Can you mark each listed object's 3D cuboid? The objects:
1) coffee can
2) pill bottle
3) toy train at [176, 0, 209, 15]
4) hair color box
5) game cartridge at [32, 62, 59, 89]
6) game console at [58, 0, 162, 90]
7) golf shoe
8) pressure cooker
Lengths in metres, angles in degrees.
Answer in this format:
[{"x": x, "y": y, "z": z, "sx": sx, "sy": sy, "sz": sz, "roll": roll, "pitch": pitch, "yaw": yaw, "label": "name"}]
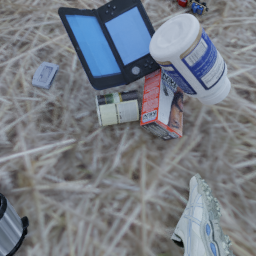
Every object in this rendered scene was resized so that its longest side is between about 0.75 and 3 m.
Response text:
[{"x": -0.288, "y": -0.605, "z": 8.460, "sx": 1.293, "sy": 0.946, "sz": 0.946, "roll": -10, "pitch": 63, "yaw": -5, "label": "coffee can"}, {"x": 1.761, "y": -1.664, "z": 7.411, "sx": 1.347, "sy": 2.428, "sz": 1.347, "roll": -26, "pitch": 46, "yaw": 30, "label": "pill bottle"}, {"x": 2.201, "y": -5.062, "z": 11.061, "sx": 2.140, "sy": 0.365, "sz": 0.490, "roll": 35, "pitch": 72, "yaw": 17, "label": "toy train"}, {"x": 1.070, "y": -0.856, "z": 8.394, "sx": 0.694, "sy": 1.203, "sz": 2.170, "roll": -17, "pitch": 55, "yaw": 40, "label": "hair color box"}, {"x": -2.820, "y": -1.790, "z": 9.502, "sx": 0.662, "sy": 0.203, "sz": 0.995, "roll": 16, "pitch": 64, "yaw": 4, "label": "game cartridge"}, {"x": -0.324, "y": -2.471, "z": 7.637, "sx": 2.080, "sy": 1.442, "sz": 2.437, "roll": -25, "pitch": 89, "yaw": 10, "label": "game console"}, {"x": 1.556, "y": 2.183, "z": 6.682, "sx": 1.333, "sy": 1.074, "sz": 2.743, "roll": -28, "pitch": 21, "yaw": 19, "label": "golf shoe"}, {"x": -3.260, "y": 2.461, "z": 6.623, "sx": 1.383, "sy": 1.572, "sz": 1.404, "roll": -1, "pitch": 38, "yaw": 20, "label": "pressure cooker"}]
